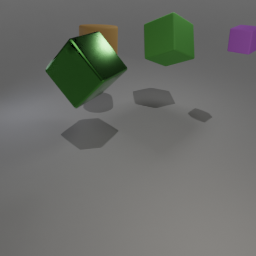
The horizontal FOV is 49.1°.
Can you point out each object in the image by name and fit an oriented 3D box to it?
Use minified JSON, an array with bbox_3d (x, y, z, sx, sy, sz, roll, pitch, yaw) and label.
[{"bbox_3d":[-1.165,-1.668,7.990,1.400,1.400,1.400,52,38,-3],"label":"cube"},{"bbox_3d":[-1.084,-3.051,10.365,1.400,1.400,1.400,2,24,-1],"label":"cylinder"},{"bbox_3d":[3.592,-2.739,8.644,0.700,0.700,0.700,24,40,38],"label":"cube"},{"bbox_3d":[1.583,-3.329,10.766,1.400,1.400,1.400,-5,-7,42],"label":"cube"}]
